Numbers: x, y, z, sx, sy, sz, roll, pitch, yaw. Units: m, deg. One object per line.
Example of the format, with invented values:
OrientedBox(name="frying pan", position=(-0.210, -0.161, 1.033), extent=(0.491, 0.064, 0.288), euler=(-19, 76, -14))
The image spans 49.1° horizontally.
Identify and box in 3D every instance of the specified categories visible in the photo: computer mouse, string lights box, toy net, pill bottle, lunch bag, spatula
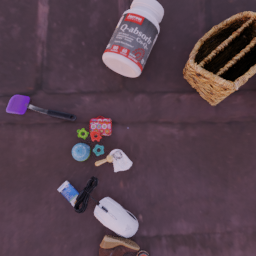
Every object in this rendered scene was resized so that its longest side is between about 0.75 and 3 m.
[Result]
OrientedBox(name="computer mouse", position=(-0.590, 2.619, 8.794), extent=(2.217, 0.486, 1.216), euler=(36, 80, -1))
OrientedBox(name="string lights box", position=(-1.874, 2.132, 9.115), extent=(0.775, 0.228, 0.398), euler=(45, 83, 7))
OrientedBox(name="toy net", position=(-0.808, 0.770, 9.205), extent=(2.071, 0.400, 1.087), euler=(17, 80, 7))
OrientedBox(name="pill bottle", position=(0.221, -3.051, 9.403), extent=(1.387, 1.387, 2.393), euler=(23, 82, 4))
OrientedBox(name="lunch bag", position=(-0.913, -0.080, 9.469), extent=(0.752, 0.308, 0.663), euler=(0, 76, -1))
OrientedBox(name="spatula", position=(-2.940, -0.611, 9.566), extent=(2.471, 0.254, 0.698), euler=(14, 74, 2))

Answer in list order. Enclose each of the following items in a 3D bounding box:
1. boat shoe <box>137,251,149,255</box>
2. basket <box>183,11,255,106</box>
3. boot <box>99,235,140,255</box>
OrientedBox(name="boat shoe", position=(0.486, 4.648, 8.556), extent=(0.574, 0.504, 1.612), euler=(1, 79, 2))
OrientedBox(name="basket", position=(3.305, -2.465, 8.930), extent=(2.870, 2.138, 2.049), euler=(-40, 83, -5))
OrientedBox(name="boot", position=(-0.329, 3.976, 8.787), extent=(1.213, 0.439, 1.009), euler=(15, 93, 1))
